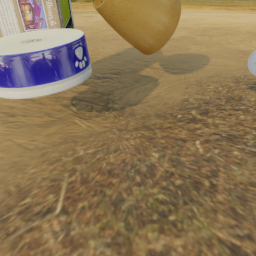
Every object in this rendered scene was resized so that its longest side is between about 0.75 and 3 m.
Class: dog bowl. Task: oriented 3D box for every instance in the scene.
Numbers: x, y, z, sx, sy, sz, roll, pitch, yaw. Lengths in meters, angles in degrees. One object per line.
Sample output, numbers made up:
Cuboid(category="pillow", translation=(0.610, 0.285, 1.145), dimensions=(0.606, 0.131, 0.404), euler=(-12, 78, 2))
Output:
Cuboid(category="dog bowl", translation=(-2.230, -1.680, 6.916), dimensions=(2.541, 1.001, 2.541), euler=(-5, 31, 3))

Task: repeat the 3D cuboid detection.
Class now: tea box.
Cuboid(category="tea box", translation=(-2.904, -3.895, 8.725), dimensions=(1.966, 2.942, 2.894), euler=(-5, 35, -2))

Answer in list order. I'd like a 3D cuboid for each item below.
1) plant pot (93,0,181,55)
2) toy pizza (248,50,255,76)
Cuboid(category="plant pot", translation=(0.129, -3.909, 9.274), dimensions=(2.377, 2.216, 2.216), euler=(16, 16, -34))
Cuboid(category="toy pizza", translation=(3.832, -1.843, 7.879), dimensions=(0.854, 0.854, 0.135), euler=(13, 5, 23))
